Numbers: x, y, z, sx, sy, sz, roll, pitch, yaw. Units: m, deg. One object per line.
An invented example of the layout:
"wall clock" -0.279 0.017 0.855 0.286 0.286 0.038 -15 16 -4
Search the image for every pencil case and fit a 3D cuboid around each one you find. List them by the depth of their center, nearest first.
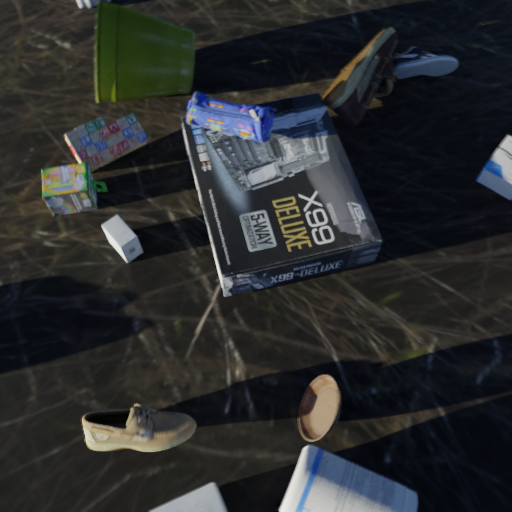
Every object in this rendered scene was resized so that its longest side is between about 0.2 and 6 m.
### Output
"pencil case" -0.491 -2.646 10.648 1.692 0.735 0.660 15 87 9

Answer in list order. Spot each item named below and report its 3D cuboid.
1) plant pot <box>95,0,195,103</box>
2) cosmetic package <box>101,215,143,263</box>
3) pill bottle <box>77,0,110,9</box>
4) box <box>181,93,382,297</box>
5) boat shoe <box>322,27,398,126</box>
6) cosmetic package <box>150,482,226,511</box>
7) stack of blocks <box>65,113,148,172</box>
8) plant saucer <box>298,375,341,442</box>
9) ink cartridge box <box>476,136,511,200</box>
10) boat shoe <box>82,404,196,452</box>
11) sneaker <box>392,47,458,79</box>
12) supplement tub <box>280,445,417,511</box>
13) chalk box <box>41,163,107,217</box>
"plant pot" -2.366 -4.248 12.039 1.996 2.073 2.073 3 61 -13
"cosmetic package" -2.504 -0.316 10.504 0.390 0.632 0.634 -39 69 -18
"pill bottle" -4.061 -6.426 13.946 0.750 0.416 0.416 -22 64 -11
"box" 0.366 -1.294 10.848 2.951 0.931 3.743 -12 61 -7
"boat shoe" 2.529 -3.942 12.394 1.074 1.077 2.985 43 54 -12
"cosmetic package" -1.211 4.393 8.026 1.947 0.503 1.468 -21 62 -11
"stack of blocks" -3.077 -2.404 11.557 1.446 0.424 0.833 -30 95 -16
"plant saucer" 1.044 2.433 8.900 0.193 1.054 1.054 24 60 -22
"ink cartridge box" 5.251 -1.898 11.459 0.801 0.468 1.380 35 67 17
"boat shoe" -1.844 2.670 8.795 1.756 0.566 0.626 -6 26 -2
"sneaker" 3.817 -4.464 12.783 1.484 0.582 0.589 -4 67 -1
"supplement tub" 1.315 3.593 8.108 1.717 1.133 1.133 21 64 12
"chalk box" -3.534 -1.325 11.016 1.142 0.711 0.707 -10 62 -7
